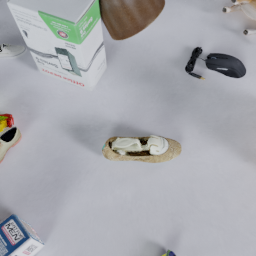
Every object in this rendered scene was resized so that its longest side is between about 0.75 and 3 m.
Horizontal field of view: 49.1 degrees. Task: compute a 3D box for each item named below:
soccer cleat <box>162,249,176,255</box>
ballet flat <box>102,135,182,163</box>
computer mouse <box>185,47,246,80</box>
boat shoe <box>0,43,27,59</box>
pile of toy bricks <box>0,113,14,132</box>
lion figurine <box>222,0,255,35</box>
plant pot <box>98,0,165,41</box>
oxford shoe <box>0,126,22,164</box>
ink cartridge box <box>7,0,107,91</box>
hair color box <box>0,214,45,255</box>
[{"bbox_3d":[0.746,3.083,6.271,0.806,0.261,0.337,-40,38,-16],"label":"soccer cleat"},{"bbox_3d":[0.391,0.525,7.424,2.173,0.709,0.766,-5,61,-3],"label":"ballet flat"},{"bbox_3d":[2.818,-1.997,9.027,1.900,0.437,1.334,27,63,15],"label":"computer mouse"},{"bbox_3d":[-4.102,-2.619,9.380,1.333,0.438,0.480,-5,60,-3],"label":"boat shoe"},{"bbox_3d":[-4.554,-0.858,8.002,2.969,1.647,1.466,10,21,18],"label":"pile of toy bricks"},{"bbox_3d":[4.652,-4.240,10.129,1.741,1.030,2.842,-26,77,-24],"label":"lion figurine"},{"bbox_3d":[-0.263,-3.675,7.383,1.812,1.938,1.812,-24,42,23],"label":"plant pot"},{"bbox_3d":[-3.456,0.516,7.442,0.525,0.547,1.483,31,60,2],"label":"oxford shoe"},{"bbox_3d":[-1.809,-2.503,7.995,2.010,2.754,1.157,22,66,12],"label":"ink cartridge box"},{"bbox_3d":[-2.994,2.923,5.785,2.319,1.160,0.702,-38,67,-20],"label":"hair color box"}]
